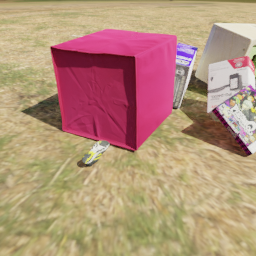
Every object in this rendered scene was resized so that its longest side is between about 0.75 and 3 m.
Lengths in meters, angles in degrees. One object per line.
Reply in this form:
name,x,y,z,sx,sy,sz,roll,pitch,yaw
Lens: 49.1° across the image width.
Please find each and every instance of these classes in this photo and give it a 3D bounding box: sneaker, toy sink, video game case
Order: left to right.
sneaker,-0.725,0.578,6.402,0.751,0.318,0.280,-39,61,-18
toy sink,4.240,-2.560,10.172,2.993,1.951,1.677,-15,43,-38
video game case,3.003,-0.230,6.941,1.284,0.254,1.417,-31,77,-18

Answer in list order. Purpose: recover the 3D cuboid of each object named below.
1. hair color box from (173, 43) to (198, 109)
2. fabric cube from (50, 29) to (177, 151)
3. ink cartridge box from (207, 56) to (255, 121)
hair color box,1.753,-1.909,9.741,0.860,1.451,2.655,16,31,9
fabric cube,-0.266,-1.202,7.643,2.450,2.403,2.442,14,33,25
ink cartridge box,2.943,-1.091,7.995,1.168,1.609,0.671,-7,-23,35
